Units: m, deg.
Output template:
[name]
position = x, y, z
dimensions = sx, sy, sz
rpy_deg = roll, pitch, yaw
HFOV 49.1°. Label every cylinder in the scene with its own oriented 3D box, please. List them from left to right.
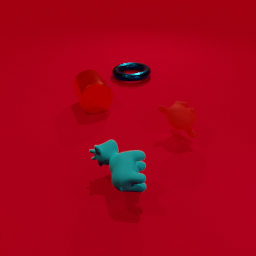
[cylinder]
position = -1.132, -1.167, 8.918
dimensions = 1.059, 1.059, 1.059
rpy_deg = -13, 38, -17

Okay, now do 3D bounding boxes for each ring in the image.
[ring]
position = 0.135, -2.199, 10.916
dimensions = 1.539, 0.308, 1.539
rpy_deg = -2, 32, 1

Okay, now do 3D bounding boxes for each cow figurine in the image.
[cow figurine]
position = -0.241, 0.822, 6.021
dimensions = 1.245, 0.694, 1.265
rpy_deg = -2, 44, 4

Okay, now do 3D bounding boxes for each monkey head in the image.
[monkey head]
position = 1.375, -0.238, 7.621
dimensions = 1.243, 0.894, 0.749
rpy_deg = 40, 56, 4
